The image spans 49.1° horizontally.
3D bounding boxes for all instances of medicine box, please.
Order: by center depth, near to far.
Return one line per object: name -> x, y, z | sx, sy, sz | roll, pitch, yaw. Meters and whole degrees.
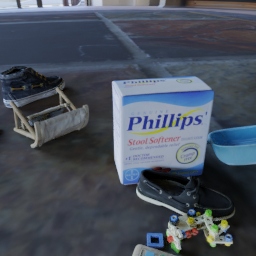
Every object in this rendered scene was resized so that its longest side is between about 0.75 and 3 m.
medicine box -> 0.695, 0.020, 6.354 | 1.955, 2.146, 1.105 | -5, 28, -9

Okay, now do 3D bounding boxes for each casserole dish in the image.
casserole dish -> 3.344, 0.346, 6.711 | 2.970, 0.576, 1.799 | -8, 10, 12

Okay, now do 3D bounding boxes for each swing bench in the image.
swing bench -> -2.239, -0.254, 8.084 | 1.624, 1.059, 1.633 | -24, 42, -37

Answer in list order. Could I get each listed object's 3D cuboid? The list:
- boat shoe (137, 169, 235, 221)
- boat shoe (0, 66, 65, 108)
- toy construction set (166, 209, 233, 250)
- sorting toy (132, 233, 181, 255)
boat shoe -> 1.133, 1.247, 5.652 | 2.012, 0.667, 0.752 | 14, 34, 24
boat shoe -> -3.500, -1.814, 10.631 | 0.986, 1.265, 2.788 | 17, 33, 28
toy construction set -> 1.143, 1.796, 4.879 | 1.194, 0.550, 0.783 | 0, 27, -23
sorting toy -> 0.432, 2.228, 4.352 | 0.894, 0.216, 1.588 | 9, 30, 16
